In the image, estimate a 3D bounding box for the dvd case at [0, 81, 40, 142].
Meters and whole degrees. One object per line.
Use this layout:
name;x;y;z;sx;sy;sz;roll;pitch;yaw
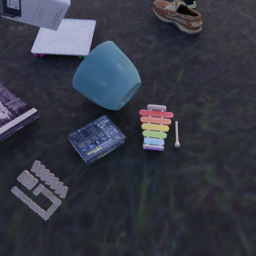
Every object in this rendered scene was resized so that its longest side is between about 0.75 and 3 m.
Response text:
dvd case;-3.727;-0.699;7.132;2.385;0.191;1.774;39;37;2

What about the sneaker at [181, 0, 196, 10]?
sneaker;2.321;-5.077;10.946;0.412;0.476;1.150;-23;58;-16

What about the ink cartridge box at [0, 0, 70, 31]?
ink cartridge box;-1.951;-2.523;4.607;1.769;0.745;1.279;5;65;-32

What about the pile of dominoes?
pile of dominoes;-1.324;0.935;4.279;0.753;0.120;0.587;43;79;-6

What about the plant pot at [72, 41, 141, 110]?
plant pot;-0.459;-1.270;7.606;1.316;1.640;1.640;43;64;7

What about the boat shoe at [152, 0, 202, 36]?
boat shoe;1.821;-4.204;10.116;0.827;0.807;2.186;-38;63;-24

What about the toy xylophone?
toy xylophone;0.837;0.023;7.370;1.048;0.360;1.431;-1;55;-1

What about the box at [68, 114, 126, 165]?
box;-0.795;0.281;7.219;1.194;0.305;0.942;-32;59;-21

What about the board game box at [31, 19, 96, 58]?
board game box;-2.159;-3.112;9.686;1.882;0.244;1.883;3;55;2
